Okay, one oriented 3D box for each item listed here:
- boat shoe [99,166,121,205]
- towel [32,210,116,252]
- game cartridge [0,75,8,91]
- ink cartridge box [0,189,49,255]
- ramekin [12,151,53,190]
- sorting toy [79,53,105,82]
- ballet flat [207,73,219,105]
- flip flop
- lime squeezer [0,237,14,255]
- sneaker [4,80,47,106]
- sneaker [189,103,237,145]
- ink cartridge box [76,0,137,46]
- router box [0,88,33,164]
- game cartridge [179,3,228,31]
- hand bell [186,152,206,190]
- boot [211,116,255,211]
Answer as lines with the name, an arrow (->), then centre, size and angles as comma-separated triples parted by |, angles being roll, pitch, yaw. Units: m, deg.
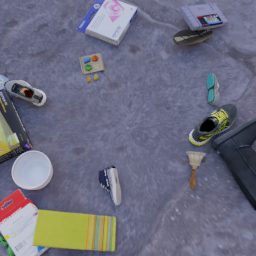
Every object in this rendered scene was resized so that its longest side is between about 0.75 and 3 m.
boat shoe -> -0.674, 2.120, 10.193 | 0.649, 0.523, 1.400 | -14, 72, 18
towel -> -1.716, 3.433, 9.346 | 2.672, 0.241, 1.150 | 10, 58, -13
game cartridge -> -5.528, -1.940, 11.937 | 1.032, 0.209, 0.688 | 25, 66, 9
ink cartridge box -> -3.525, 3.315, 9.504 | 1.253, 0.725, 2.157 | -37, 73, -15
ramekin -> -3.412, 1.598, 10.211 | 1.391, 0.730, 1.391 | 0, 68, 0
sorting toy -> -1.543, -2.659, 12.224 | 0.990, 0.178, 1.329 | -12, 68, -5
ballet flat -> 3.596, -1.607, 11.719 | 0.459, 0.485, 1.440 | 15, 67, -23
flip flop -> 2.926, -4.036, 12.621 | 2.056, 0.592, 0.834 | -23, 65, -25
lime squeezer -> -4.166, 4.063, 9.511 | 0.582, 0.311, 1.647 | -43, 73, 17
sneaker -> -4.256, -1.541, 11.355 | 1.982, 0.786, 0.733 | 22, 86, 18
sneaker -> 3.426, -0.206, 10.792 | 2.362, 0.999, 0.879 | -39, 74, -14
ink cartridge box -> -0.990, -5.114, 13.073 | 2.200, 0.476, 2.160 | 24, 70, 8
router box -> -5.207, 0.055, 10.837 | 2.100, 0.698, 2.671 | -28, 71, -11
game cartridge -> 3.506, -5.129, 12.872 | 2.030, 0.390, 1.316 | -17, 64, -23
hand bell -> 2.463, 1.597, 10.382 | 0.711, 0.711, 1.365 | 7, 81, 3
boot -> 4.827, 1.203, 10.219 | 2.369, 0.944, 2.874 | -31, 67, 0
